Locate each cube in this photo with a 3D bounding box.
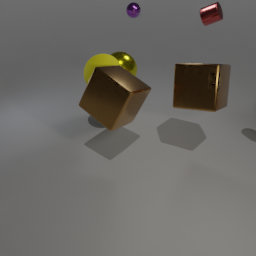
[{"bbox_3d":[2.385,-1.353,9.040,1.400,1.400,1.400,9,15,31],"label":"cube"},{"bbox_3d":[-0.396,-0.975,8.718,1.400,1.400,1.400,38,28,16],"label":"cube"}]

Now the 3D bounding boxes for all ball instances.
[{"bbox_3d":[-0.320,-2.386,11.364,1.400,1.400,1.400,0,31,0],"label":"ball"},{"bbox_3d":[0.267,-5.725,13.616,0.700,0.700,0.700,0,31,0],"label":"ball"},{"bbox_3d":[-0.878,-1.932,10.012,1.400,1.400,1.400,0,31,0],"label":"ball"}]

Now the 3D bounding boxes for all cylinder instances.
[{"bbox_3d":[3.295,-4.493,11.053,0.700,0.700,0.700,-10,22,35],"label":"cylinder"}]
